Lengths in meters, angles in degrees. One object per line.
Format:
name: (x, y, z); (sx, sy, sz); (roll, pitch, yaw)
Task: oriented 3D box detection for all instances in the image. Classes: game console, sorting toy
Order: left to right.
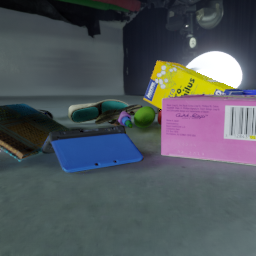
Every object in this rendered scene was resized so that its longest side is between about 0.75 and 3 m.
game console: (-0.824, 0.577, 6.149); (1.765, 1.044, 1.506); (-4, -22, -30)
sorting toy: (0.928, -0.225, 10.287); (2.543, 0.882, 0.876); (-2, 32, -28)

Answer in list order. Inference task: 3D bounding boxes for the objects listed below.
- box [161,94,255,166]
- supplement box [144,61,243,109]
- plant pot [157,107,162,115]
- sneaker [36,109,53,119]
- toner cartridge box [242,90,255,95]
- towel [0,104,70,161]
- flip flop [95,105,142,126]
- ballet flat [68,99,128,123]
box: (2.402, -0.128, 6.887); (2.416, 1.328, 2.747); (4, 9, 26)
supplement box: (2.266, -1.163, 9.987); (2.838, 1.545, 1.554); (31, 24, 29)
plant pot: (1.823, -0.816, 12.248); (1.368, 1.368, 1.463); (-1, -5, -7)
sneaker: (-4.006, -0.405, 10.455); (2.262, 0.827, 1.266); (0, 7, -9)
toner cartridge box: (4.677, -1.156, 13.553); (2.982, 1.416, 0.644); (0, 8, -5)
towel: (-2.689, -0.012, 7.101); (1.952, 0.289, 2.662); (29, 14, 7)
flip flop: (-0.351, -0.417, 11.100); (2.048, 0.590, 0.830); (-14, 27, 11)
ballet flat: (-1.315, -0.794, 12.393); (2.737, 0.951, 0.951); (-6, 10, -24)
